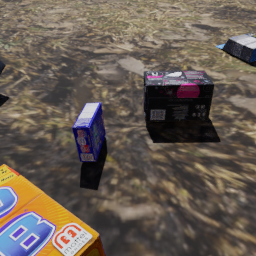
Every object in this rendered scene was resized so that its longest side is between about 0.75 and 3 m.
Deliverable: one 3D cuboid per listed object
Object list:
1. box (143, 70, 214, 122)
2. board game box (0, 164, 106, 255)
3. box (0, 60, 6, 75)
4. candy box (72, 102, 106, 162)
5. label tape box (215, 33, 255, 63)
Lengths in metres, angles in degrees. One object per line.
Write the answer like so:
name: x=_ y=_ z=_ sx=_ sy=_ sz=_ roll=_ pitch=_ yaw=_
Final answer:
box: x=1.226 y=-0.829 z=7.223 sx=1.638 sy=1.082 sz=0.940 roll=-1 pitch=34 yaw=0
board game box: x=-1.230 y=1.679 z=2.651 sx=1.635 sy=1.636 sz=1.635 roll=20 pitch=42 yaw=38
box: x=-4.055 y=-1.560 z=7.962 sx=0.813 sy=0.477 sz=0.800 roll=-14 pitch=47 yaw=28
candy box: x=-0.814 y=0.071 z=6.125 sx=0.407 sy=0.894 sz=1.057 roll=1 pitch=33 yaw=10
label tape box: x=4.452 y=-3.190 z=10.691 sx=1.267 sy=0.556 sz=1.757 roll=-20 pitch=42 yaw=-23
